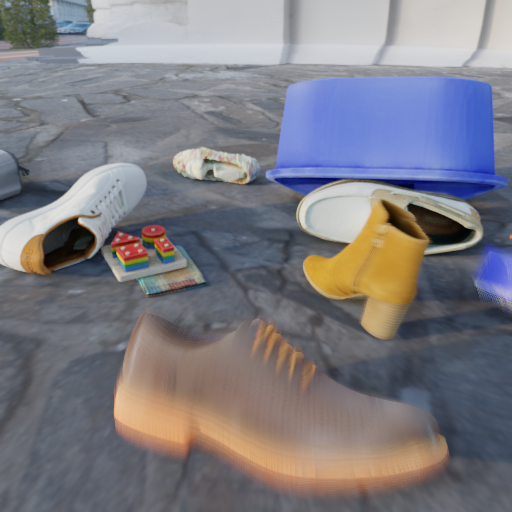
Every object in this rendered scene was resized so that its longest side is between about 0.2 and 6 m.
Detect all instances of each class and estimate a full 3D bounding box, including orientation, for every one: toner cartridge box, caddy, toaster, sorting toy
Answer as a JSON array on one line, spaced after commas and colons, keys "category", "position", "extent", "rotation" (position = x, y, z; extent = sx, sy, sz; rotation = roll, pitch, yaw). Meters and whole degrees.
[{"category": "toner cartridge box", "position": [4.446, 0.744, 7.460], "extent": [1.263, 0.574, 2.659], "rotation": [19, 7, -44]}, {"category": "caddy", "position": [2.637, -2.075, 11.703], "extent": [4.875, 2.559, 3.446], "rotation": [4, 5, 14]}, {"category": "toaster", "position": [-6.284, -1.791, 12.679], "extent": [1.994, 1.133, 1.288], "rotation": [18, 35, 23]}, {"category": "sorting toy", "position": [-1.967, -0.119, 9.682], "extent": [1.186, 0.413, 1.179], "rotation": [-14, 32, -25]}]

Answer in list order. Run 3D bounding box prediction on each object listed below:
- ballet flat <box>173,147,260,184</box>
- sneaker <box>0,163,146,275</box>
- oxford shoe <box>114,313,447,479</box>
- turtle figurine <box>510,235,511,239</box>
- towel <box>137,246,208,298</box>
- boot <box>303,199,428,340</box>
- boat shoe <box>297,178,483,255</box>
[{"category": "ballet flat", "position": [-1.054, -2.189, 13.845], "extent": [2.278, 0.862, 0.728], "rotation": [4, 35, 12]}, {"category": "sneaker", "position": [-2.953, -0.618, 10.282], "extent": [1.428, 1.228, 3.372], "rotation": [17, 42, 29]}, {"category": "oxford shoe", "position": [0.168, 1.335, 5.680], "extent": [3.452, 1.258, 1.231], "rotation": [7, 1, 14]}, {"category": "turtle figurine", "position": [5.255, 0.009, 9.675], "extent": [1.522, 0.490, 1.227], "rotation": [5, 33, -7]}, {"category": "towel", "position": [-1.552, 0.237, 9.582], "extent": [1.065, 0.158, 1.452], "rotation": [-12, 29, -21]}, {"category": "boot", "position": [1.595, -0.059, 8.294], "extent": [0.839, 1.708, 2.385], "rotation": [1, 24, -27]}, {"category": "boat shoe", "position": [2.439, -0.686, 10.226], "extent": [3.341, 1.248, 1.143], "rotation": [0, 21, 0]}]
